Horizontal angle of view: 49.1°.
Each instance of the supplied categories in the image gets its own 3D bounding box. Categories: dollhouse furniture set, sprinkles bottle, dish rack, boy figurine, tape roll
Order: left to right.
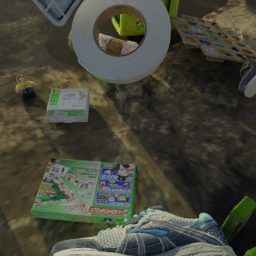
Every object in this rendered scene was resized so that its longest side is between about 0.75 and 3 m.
[{"bbox_3d":[-2.892,-1.178,7.934,0.606,0.314,0.974,-22,52,-16],"label":"boy figurine"},{"bbox_3d":[-1.815,-3.873,6.962,1.926,2.244,0.488,49,53,-12],"label":"dish rack"},{"bbox_3d":[-0.786,-2.590,8.956,2.304,0.786,0.786,22,50,19],"label":"sprinkles bottle"},{"bbox_3d":[-0.210,-2.720,8.114,2.903,0.530,2.903,-1,84,6],"label":"tape roll"},{"bbox_3d":[2.491,2.135,4.336,1.087,0.840,2.175,-33,54,-28],"label":"dollhouse furniture set"}]

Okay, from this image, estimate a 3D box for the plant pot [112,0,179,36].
[{"bbox_3d":[0.591,-4.557,9.754,2.050,2.259,2.248,-2,34,-12],"label":"plant pot"}]

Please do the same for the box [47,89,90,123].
[{"bbox_3d":[-1.514,-0.577,7.243,0.974,0.471,0.860,0,44,-1],"label":"box"}]

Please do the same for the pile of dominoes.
[{"bbox_3d":[3.029,-3.015,9.835,1.881,0.384,2.413,11,39,11],"label":"pile of dominoes"}]

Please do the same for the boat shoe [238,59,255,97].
[{"bbox_3d":[3.622,-1.596,7.975,0.690,0.833,2.320,33,50,25],"label":"boat shoe"}]

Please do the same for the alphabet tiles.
[{"bbox_3d":[2.671,-2.901,8.908,2.399,0.091,2.883,7,41,-14],"label":"alphabet tiles"}]

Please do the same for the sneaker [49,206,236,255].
[{"bbox_3d":[0.229,1.941,4.538,2.888,1.121,1.246,4,37,-8],"label":"sneaker"}]

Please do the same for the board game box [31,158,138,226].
[{"bbox_3d":[-0.803,1.237,5.610,1.890,0.275,1.272,4,47,4],"label":"board game box"}]
